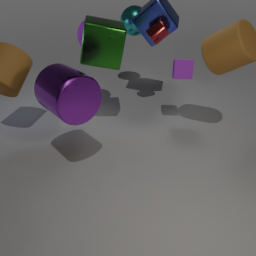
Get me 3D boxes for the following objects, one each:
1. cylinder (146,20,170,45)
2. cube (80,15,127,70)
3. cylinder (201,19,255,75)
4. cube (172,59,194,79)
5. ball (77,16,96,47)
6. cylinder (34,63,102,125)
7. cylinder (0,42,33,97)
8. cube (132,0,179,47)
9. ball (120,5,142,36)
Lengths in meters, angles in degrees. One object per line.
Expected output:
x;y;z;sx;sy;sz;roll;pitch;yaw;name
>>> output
1.182;-3.814;11.183;0.700;0.700;0.700;-37;26;16;cylinder
-0.899;-3.035;9.922;1.400;1.400;1.400;7;30;-10;cube
3.433;-2.656;9.353;1.400;1.400;1.400;-29;8;-41;cylinder
2.053;-2.204;10.522;0.700;0.700;0.700;4;12;5;cube
-1.318;-3.699;11.174;1.400;1.400;1.400;0;30;0;ball
-1.679;-0.962;7.823;1.400;1.400;1.400;-22;36;-34;cylinder
-4.268;-2.012;9.793;1.400;1.400;1.400;11;70;18;cylinder
1.219;-4.653;12.011;1.400;1.400;1.400;-30;26;31;cube
0.318;-5.192;13.582;1.400;1.400;1.400;0;30;0;ball
